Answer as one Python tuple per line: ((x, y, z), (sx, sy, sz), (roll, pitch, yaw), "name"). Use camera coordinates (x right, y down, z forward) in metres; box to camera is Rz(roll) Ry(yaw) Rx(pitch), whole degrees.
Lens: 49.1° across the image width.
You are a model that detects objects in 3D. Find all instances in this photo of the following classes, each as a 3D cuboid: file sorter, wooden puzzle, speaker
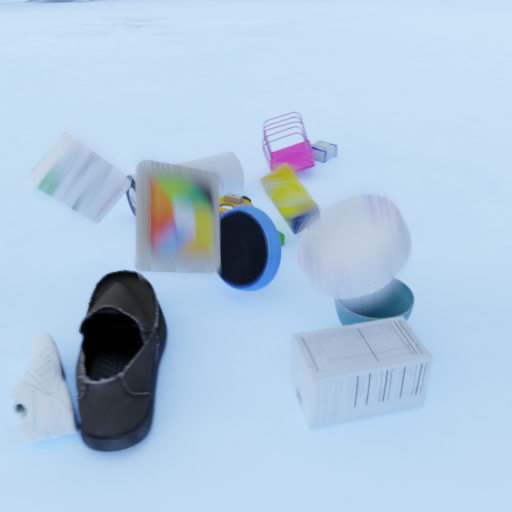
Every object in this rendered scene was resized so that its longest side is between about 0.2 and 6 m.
((0.765, -2.871, 14.329), (1.143, 1.031, 1.644), (-17, 31, 11), "file sorter")
((-1.067, -0.524, 8.033), (1.410, 1.524, 0.284), (4, -3, -41), "wooden puzzle")
((-1.564, -1.602, 12.609), (2.556, 1.038, 1.038), (-19, 37, -27), "speaker")

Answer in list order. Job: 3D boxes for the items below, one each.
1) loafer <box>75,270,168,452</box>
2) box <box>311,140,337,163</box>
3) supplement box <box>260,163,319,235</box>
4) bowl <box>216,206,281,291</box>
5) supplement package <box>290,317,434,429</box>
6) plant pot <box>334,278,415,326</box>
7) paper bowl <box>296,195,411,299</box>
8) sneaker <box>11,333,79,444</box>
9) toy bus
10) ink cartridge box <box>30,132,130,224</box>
((-1.921, 1.115, 8.115), (1.254, 1.225, 3.435), (-6, 33, -9), "loafer")
((1.781, -2.837, 15.208), (0.598, 0.341, 0.650), (22, 39, 32), "box")
((0.703, -1.177, 11.554), (0.669, 0.665, 1.222), (-32, 66, -1), "supplement box")
((-0.230, -0.115, 9.571), (1.482, 1.482, 0.291), (27, 22, 36), "bowl")
((1.399, 1.574, 7.676), (1.682, 0.921, 0.957), (-7, 33, -11), "supplement package")
((1.804, 0.929, 8.798), (1.216, 0.819, 1.216), (0, 32, 0), "plant pot")
((1.299, -0.058, 7.236), (1.422, 0.739, 1.422), (-25, 38, 21), "paper bowl")
((-2.981, 1.746, 7.669), (0.763, 0.670, 1.905), (-17, 36, -18), "sneaker")
((-0.483, -0.735, 11.250), (1.858, 1.017, 1.969), (-11, 34, -17), "toy bus")
((-2.949, -1.293, 9.465), (0.946, 1.301, 0.547), (-48, 46, 5), "ink cartridge box")
